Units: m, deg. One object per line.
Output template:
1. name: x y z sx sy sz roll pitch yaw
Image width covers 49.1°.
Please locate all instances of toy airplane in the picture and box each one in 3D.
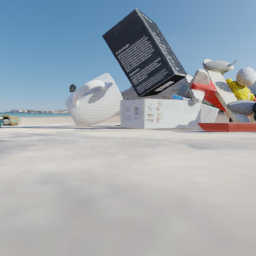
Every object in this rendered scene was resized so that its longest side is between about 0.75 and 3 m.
1. toy airplane: 3.410 -1.381 9.719 2.028 2.873 2.861 -46 -12 32

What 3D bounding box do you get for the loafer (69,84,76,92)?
1. loafer: -2.592 -1.795 12.913 0.326 0.324 0.897 37 -9 -7

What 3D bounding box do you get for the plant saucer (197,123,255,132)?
1. plant saucer: 2.503 -0.025 6.760 1.214 0.223 1.216 0 2 -18

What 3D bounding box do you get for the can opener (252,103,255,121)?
1. can opener: 4.790 -0.270 8.072 2.246 0.883 0.712 10 -4 16

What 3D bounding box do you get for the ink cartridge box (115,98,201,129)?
1. ink cartridge box: 0.972 -0.498 9.787 2.339 0.981 2.054 -1 3 -30

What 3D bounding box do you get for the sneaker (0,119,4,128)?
1. sneaker: -4.989 -0.174 10.508 0.568 0.508 1.386 20 -2 -23

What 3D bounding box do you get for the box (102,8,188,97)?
1. box: 0.642 -2.261 8.923 1.381 2.190 2.228 -30 -3 21

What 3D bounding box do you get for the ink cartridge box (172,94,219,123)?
1. ink cartridge box: 3.036 -0.807 13.252 2.129 0.896 1.539 20 6 10

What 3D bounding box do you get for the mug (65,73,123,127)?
1. mug: -1.585 -1.248 12.487 2.333 1.965 2.662 -28 -18 -8

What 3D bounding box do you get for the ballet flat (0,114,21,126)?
1. ballet flat: -6.967 -0.433 15.957 2.014 0.710 0.658 -2 9 36
